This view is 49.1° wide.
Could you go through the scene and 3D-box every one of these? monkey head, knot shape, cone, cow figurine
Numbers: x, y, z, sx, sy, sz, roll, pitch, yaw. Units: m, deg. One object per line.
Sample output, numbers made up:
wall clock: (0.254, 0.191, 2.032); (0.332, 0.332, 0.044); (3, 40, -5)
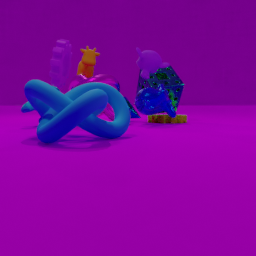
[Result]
monkey head: (-2.165, -0.478, 7.601); (1.733, 1.044, 1.246); (-11, 24, 41)
knot shape: (-0.875, -0.869, 7.794); (2.090, 0.966, 1.956); (20, -16, 8)
monkey head: (0.762, -0.643, 8.005); (0.982, 1.172, 1.629); (-30, 4, 1)
knot shape: (-0.773, -0.328, 4.926); (1.808, 0.893, 1.932); (-3, 16, -32)
cone: (0.088, -0.520, 9.632); (0.866, 0.863, 0.863); (28, 16, 21)
cow figurine: (-1.346, -2.131, 9.219); (0.643, 1.152, 1.171); (10, 20, -15)
monkey head: (0.614, -1.827, 8.035); (1.087, 0.782, 0.655); (23, -42, -14)

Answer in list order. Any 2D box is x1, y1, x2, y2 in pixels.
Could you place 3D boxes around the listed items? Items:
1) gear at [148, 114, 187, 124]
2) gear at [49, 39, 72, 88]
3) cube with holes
gear: (1.293, -0.306, 9.241); (1.270, 0.235, 1.270); (0, 5, 0)
gear: (-1.701, -1.640, 7.166); (0.219, 1.186, 1.186); (11, 5, 0)
cube with holes: (1.039, -1.287, 9.457); (1.126, 1.126, 1.126); (-8, 47, -16)
